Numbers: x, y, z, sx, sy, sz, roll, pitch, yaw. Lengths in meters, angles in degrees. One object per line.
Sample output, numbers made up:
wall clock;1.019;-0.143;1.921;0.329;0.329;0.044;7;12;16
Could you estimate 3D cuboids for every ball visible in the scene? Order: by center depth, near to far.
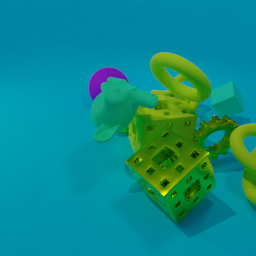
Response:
ball;-0.640;-1.348;9.498;1.393;1.393;1.393;0;32;0

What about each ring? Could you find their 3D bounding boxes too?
ring;1.229;-1.175;6.632;1.635;1.635;0.327;29;81;38

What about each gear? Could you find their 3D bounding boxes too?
gear;2.072;0.252;6.701;1.219;1.219;0.225;-7;38;-11

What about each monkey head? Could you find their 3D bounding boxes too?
monkey head;-0.098;-0.412;6.279;1.409;1.180;1.959;16;30;8

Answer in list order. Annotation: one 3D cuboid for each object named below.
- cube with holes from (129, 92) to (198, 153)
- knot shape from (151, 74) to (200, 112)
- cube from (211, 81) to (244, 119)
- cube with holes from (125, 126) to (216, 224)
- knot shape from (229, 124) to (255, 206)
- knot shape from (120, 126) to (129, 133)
cube with holes;0.829;-0.005;7.354;1.369;1.369;1.369;-6;33;-10
knot shape;1.699;-0.930;9.019;1.780;0.822;1.665;-15;48;0
cube;3.036;-0.840;8.562;0.712;0.712;0.712;-23;37;35
cube with holes;0.897;0.936;5.720;1.163;1.163;1.163;-40;45;-14
knot shape;2.912;0.569;5.827;0.849;1.837;1.719;27;23;-53
knot shape;-0.157;-0.586;8.485;0.762;1.650;1.544;-9;70;15
